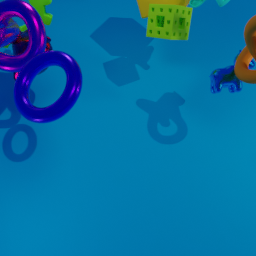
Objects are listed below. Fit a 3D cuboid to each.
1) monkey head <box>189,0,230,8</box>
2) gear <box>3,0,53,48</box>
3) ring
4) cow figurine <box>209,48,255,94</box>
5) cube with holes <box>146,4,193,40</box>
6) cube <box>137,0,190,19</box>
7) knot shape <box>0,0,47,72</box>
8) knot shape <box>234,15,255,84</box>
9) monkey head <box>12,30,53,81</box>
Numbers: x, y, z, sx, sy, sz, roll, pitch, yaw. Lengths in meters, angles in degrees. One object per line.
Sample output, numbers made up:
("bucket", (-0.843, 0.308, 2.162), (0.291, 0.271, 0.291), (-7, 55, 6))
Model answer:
("monkey head", (2.102, -3.355, 6.773), (1.310, 0.789, 0.942), (-37, 91, 22))
("gear", (-2.847, -2.937, 6.784), (1.945, 1.945, 0.360), (-8, 34, -4))
("ring", (-1.308, -0.678, 4.530), (1.254, 0.251, 1.254), (-6, 72, 18))
("cow figurine", (2.501, -1.384, 6.809), (1.084, 0.595, 1.067), (-2, 93, -3))
("cube with holes", (1.043, -2.684, 7.121), (0.780, 0.780, 0.780), (23, 27, 38))
("cube", (1.003, -4.057, 7.903), (1.329, 1.329, 1.329), (-4, 31, 27))
("knot shape", (-2.375, -1.658, 5.068), (1.833, 0.905, 1.958), (1, 59, 5))
("knot shape", (2.777, -1.449, 5.440), (0.868, 1.758, 1.878), (-12, 54, 1))
("monkey head", (-2.421, -1.823, 6.545), (1.265, 1.759, 1.060), (12, 54, -35))
